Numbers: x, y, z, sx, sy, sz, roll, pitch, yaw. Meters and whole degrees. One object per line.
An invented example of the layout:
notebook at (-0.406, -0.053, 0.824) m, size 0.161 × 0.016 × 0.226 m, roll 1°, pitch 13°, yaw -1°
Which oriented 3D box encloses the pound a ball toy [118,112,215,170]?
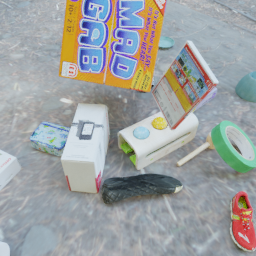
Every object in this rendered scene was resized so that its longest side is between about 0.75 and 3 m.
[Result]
pound a ball toy at (1.400, 0.277, 9.212) m, size 2.949 × 1.253 × 1.923 m, roll -26°, pitch 52°, yaw -22°

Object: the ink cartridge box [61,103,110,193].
ink cartridge box at (-1.215, 0.576, 8.643) m, size 0.950 × 1.655 × 2.279 m, roll 4°, pitch 47°, yaw 4°

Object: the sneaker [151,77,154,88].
sneaker at (0.435, -1.909, 11.755) m, size 1.388 × 0.524 × 0.798 m, roll -1°, pitch 45°, yaw -4°

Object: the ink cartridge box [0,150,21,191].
ink cartridge box at (-4.301, 1.191, 8.783) m, size 1.458 × 0.617 × 1.054 m, roll 21°, pitch 50°, yaw 17°

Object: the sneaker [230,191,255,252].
sneaker at (3.102, 2.449, 7.555) m, size 0.624 × 0.688 × 1.620 m, roll 3°, pitch 47°, yaw 3°

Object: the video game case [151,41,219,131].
video game case at (1.411, -1.075, 7.533) m, size 0.176 × 2.023 × 1.446 m, roll -6°, pitch 59°, yaw -31°

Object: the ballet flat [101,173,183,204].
ballet flat at (0.418, 1.804, 8.361) m, size 2.450 × 0.696 × 0.814 m, roll -2°, pitch 18°, yaw -8°

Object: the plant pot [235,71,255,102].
plant pot at (5.150, -1.783, 11.413) m, size 1.281 × 0.863 × 1.281 m, roll 0°, pitch 47°, yaw 0°

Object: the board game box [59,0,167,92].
board game box at (-0.377, -2.812, 8.924) m, size 2.694 × 2.693 × 2.695 m, roll 10°, pitch 14°, yaw 2°

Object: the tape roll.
tape roll at (3.405, 0.571, 8.901) m, size 1.729 × 0.416 × 1.729 m, roll 26°, pitch 41°, yaw -24°

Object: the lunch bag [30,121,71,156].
lunch bag at (-2.598, 0.332, 9.657) m, size 1.334 × 0.550 × 1.073 m, roll 17°, pitch 46°, yaw 14°

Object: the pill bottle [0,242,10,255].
pill bottle at (-4.139, 3.011, 6.594) m, size 2.340 × 1.313 × 1.313 m, roll 8°, pitch 47°, yaw 7°

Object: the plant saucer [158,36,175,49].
plant saucer at (1.819, -4.310, 14.237) m, size 1.074 × 0.193 × 1.074 m, roll 0°, pitch 46°, yaw 0°

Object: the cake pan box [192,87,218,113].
cake pan box at (2.384, -1.521, 11.437) m, size 1.696 × 0.482 × 1.842 m, roll -33°, pitch 55°, yaw -30°
